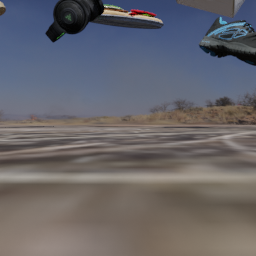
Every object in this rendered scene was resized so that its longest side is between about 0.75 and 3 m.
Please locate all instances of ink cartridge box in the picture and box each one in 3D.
[{"bbox_3d":[1.857,-3.151,5.369,1.319,1.805,0.761,30,-10,29],"label":"ink cartridge box"}]

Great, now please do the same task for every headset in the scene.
[{"bbox_3d":[-1.357,-3.322,7.407,2.688,1.263,1.660,-21,28,43],"label":"headset"}]

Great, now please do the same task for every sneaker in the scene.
[{"bbox_3d":[3.435,-2.645,8.335,1.075,1.203,2.936,20,10,-43],"label":"sneaker"}]

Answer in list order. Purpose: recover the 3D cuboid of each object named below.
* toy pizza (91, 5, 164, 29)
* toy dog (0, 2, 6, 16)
[{"bbox_3d":[-0.199,-3.745,9.468,2.871,0.455,2.871,5,16,-2],"label":"toy pizza"},{"bbox_3d":[-4.131,-3.715,7.568,0.946,1.295,1.964,-36,-16,-12],"label":"toy dog"}]
